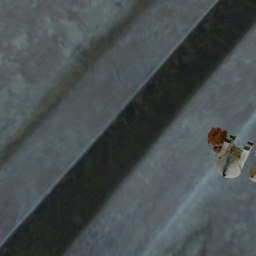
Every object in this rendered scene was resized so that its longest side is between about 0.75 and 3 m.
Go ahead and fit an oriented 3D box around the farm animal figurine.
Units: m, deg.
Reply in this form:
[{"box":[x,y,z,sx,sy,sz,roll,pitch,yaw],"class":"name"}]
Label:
[{"box":[2.443,0.692,5.568,1.770,1.430,0.890,13,104,-7],"class":"farm animal figurine"}]
